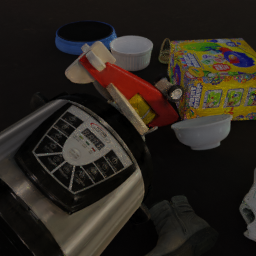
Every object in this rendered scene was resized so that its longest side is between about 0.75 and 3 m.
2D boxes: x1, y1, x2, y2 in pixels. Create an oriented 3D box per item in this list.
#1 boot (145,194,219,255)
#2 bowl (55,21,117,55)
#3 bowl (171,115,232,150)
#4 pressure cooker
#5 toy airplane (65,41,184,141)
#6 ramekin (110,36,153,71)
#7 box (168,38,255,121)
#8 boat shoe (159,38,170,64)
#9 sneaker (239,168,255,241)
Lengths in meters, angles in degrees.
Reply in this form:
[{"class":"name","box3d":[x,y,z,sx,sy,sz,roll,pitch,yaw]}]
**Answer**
[{"class":"boot","box3d":[0.630,1.894,5.002,1.757,0.595,1.148,-15,37,-28]},{"class":"bowl","box3d":[-1.766,-3.868,11.790,2.598,0.510,2.598,0,40,0]},{"class":"bowl","box3d":[1.769,0.130,6.611,1.425,0.641,1.425,-11,7,1]},{"class":"pressure cooker","box3d":[-1.017,0.784,4.745,2.556,2.517,2.862,13,39,36]},{"class":"toy airplane","box3d":[-0.270,-0.772,6.946,2.841,2.014,2.854,36,19,15]},{"class":"ramekin","box3d":[0.118,-2.714,10.229,1.542,0.752,1.542,0,40,0]},{"class":"box","box3d":[2.516,-1.445,8.191,2.290,1.450,2.378,-4,40,-3]},{"class":"boat shoe","box3d":[1.470,-2.920,10.695,0.539,0.465,1.479,6,40,7]},{"class":"sneaker","box3d":[2.583,1.391,5.467,0.727,0.638,1.815,6,41,12]}]
